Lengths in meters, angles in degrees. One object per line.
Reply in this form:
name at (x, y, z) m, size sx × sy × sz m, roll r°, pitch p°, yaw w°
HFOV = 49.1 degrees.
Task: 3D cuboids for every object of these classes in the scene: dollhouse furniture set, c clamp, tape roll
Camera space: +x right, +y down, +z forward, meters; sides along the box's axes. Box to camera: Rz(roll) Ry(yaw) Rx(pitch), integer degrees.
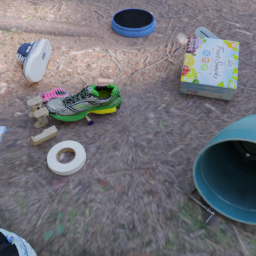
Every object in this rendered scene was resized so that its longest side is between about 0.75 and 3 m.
dollhouse furniture set at (-3.242, -0.202, 9.954) m, size 0.886 × 1.251 × 1.362 m, roll -29°, pitch 83°, yaw -23°
c clamp at (2.255, 2.209, 8.508) m, size 0.913 × 0.145 × 1.068 m, roll -33°, pitch 57°, yaw -25°
tape roll at (-2.080, 0.993, 9.477) m, size 1.303 × 0.238 × 1.303 m, roll -1°, pitch 49°, yaw 2°

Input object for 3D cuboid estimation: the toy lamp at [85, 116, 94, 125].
toy lamp at (-1.626, -0.476, 10.785) m, size 0.267 × 0.267 × 0.916 m, roll -23°, pitch 52°, yaw -19°

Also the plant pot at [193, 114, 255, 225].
plant pot at (3.602, 0.904, 8.197) m, size 2.695 × 2.695 × 2.532 m, roll 25°, pitch 38°, yaw 20°

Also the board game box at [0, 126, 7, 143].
board game box at (-5.019, 0.436, 10.006) m, size 0.921 × 0.223 × 1.217 m, roll 3°, pitch 48°, yaw 3°

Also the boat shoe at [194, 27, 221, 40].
boat shoe at (4.106, -3.818, 13.324) m, size 0.873 × 0.752 × 2.424 m, roll -38°, pitch 74°, yaw -2°

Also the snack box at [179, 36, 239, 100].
snack box at (3.467, -2.604, 11.932) m, size 2.224 × 0.892 × 2.637 m, roll 11°, pitch 63°, yaw 9°

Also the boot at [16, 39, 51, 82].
boot at (-4.443, -2.987, 12.625) m, size 1.300 × 1.047 × 2.878 m, roll -5°, pitch 43°, yaw 9°

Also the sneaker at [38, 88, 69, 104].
sneaker at (-2.910, -1.191, 10.931) m, size 1.197 × 0.571 × 0.473 m, roll -14°, pitch 68°, yaw -19°

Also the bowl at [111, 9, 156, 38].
bowl at (0.304, -5.793, 15.292) m, size 2.442 × 0.479 × 2.442 m, roll 0°, pitch 49°, yaw 0°

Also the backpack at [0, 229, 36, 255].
backpack at (-3.481, 3.617, 6.156) m, size 2.415 × 2.276 × 2.960 m, roll 33°, pitch 78°, yaw 31°

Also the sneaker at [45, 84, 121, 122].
sneaker at (-1.652, -1.093, 10.362) m, size 2.832 × 1.206 × 1.105 m, roll -14°, pitch 57°, yaw -12°
